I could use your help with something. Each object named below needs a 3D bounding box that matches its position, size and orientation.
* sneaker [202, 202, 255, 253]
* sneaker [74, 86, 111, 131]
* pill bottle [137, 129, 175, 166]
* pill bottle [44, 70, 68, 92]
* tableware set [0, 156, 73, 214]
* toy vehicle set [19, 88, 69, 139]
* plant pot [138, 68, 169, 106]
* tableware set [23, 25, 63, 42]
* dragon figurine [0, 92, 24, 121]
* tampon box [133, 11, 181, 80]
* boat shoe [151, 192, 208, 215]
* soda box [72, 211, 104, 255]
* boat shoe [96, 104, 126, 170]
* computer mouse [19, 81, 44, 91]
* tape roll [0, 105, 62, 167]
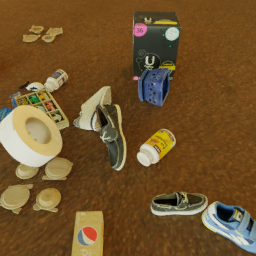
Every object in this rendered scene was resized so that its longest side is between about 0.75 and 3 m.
[{"bbox_3d":[3.309,2.869,8.140,2.235,0.919,0.826,20,45,18],"label":"sneaker"},{"bbox_3d":[-1.438,-0.974,12.173,1.067,1.013,2.651,3,42,17],"label":"sneaker"},{"bbox_3d":[1.036,0.739,10.420,0.828,0.828,1.516,31,52,28],"label":"pill bottle"},{"bbox_3d":[-3.542,-2.289,13.700,0.663,0.663,1.194,17,45,17],"label":"pill bottle"},{"bbox_3d":[-3.098,1.885,9.636,2.023,0.281,2.422,5,45,4],"label":"tableware set"},{"bbox_3d":[-3.877,-0.692,12.262,1.652,0.353,2.659,-23,48,-22],"label":"toy vehicle set"},{"bbox_3d":[1.177,-1.948,12.925,1.197,1.331,1.331,10,45,19],"label":"plant pot"},{"bbox_3d":[-5.418,-6.010,17.869,2.435,0.283,2.034,4,44,3],"label":"tableware set"},{"bbox_3d":[-4.884,-0.407,11.569,1.177,0.697,2.367,16,66,29],"label":"dragon figurine"},{"bbox_3d":[1.304,-4.056,13.951,2.141,2.857,1.803,0,44,0],"label":"tampon box"},{"bbox_3d":[1.660,2.359,8.895,1.868,0.595,0.661,-7,44,-7],"label":"boat shoe"},{"bbox_3d":[-1.101,3.484,7.620,0.782,0.739,2.310,-1,43,-1],"label":"soda box"},{"bbox_3d":[-0.695,0.295,10.413,0.906,0.962,2.679,8,58,-33],"label":"boat shoe"},{"bbox_3d":[-4.589,-2.038,13.437,1.372,0.301,0.752,7,32,28],"label":"computer mouse"},{"bbox_3d":[-3.415,0.265,9.978,0.763,2.182,2.182,-34,40,21],"label":"tape roll"}]
